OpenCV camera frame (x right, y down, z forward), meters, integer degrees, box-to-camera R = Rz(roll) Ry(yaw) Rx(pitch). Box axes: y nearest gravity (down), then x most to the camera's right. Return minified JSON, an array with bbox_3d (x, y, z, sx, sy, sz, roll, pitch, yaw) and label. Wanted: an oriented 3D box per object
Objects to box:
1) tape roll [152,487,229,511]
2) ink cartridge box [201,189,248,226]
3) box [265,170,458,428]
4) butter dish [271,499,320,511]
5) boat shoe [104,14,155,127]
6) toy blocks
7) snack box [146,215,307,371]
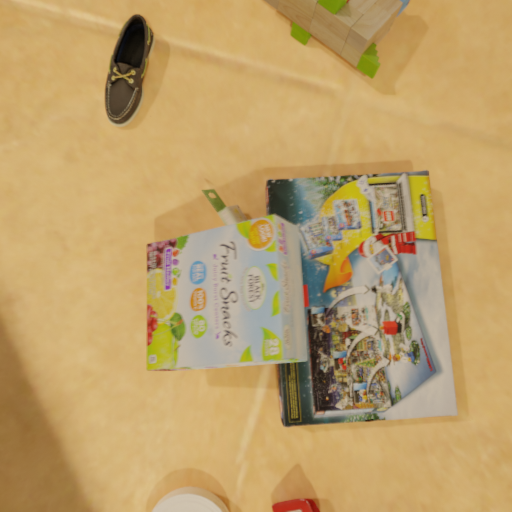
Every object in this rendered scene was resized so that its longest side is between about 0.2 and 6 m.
[{"bbox_3d":[-1.211,5.058,10.077,1.629,0.570,1.629,0,80,0],"label":"tape roll"},{"bbox_3d":[-0.547,-0.890,10.715,0.257,0.779,1.070,-33,89,17],"label":"ink cartridge box"},{"bbox_3d":[1.878,0.755,10.638,3.136,0.865,4.592,-3,80,-1],"label":"box"},{"bbox_3d":[0.882,4.742,10.111,0.917,0.680,0.920,-30,81,37],"label":"butter dish"},{"bbox_3d":[-2.665,-3.812,11.492,0.814,0.688,2.284,11,81,2],"label":"boat shoe"},{"bbox_3d":[1.822,-5.517,11.497,3.296,1.647,2.253,39,71,8],"label":"toy blocks"},{"bbox_3d":[-0.573,0.707,9.334,2.690,0.910,2.269,-11,74,29],"label":"snack box"}]
